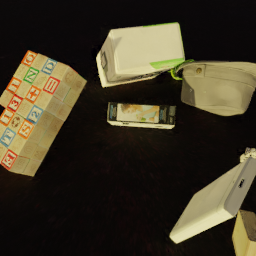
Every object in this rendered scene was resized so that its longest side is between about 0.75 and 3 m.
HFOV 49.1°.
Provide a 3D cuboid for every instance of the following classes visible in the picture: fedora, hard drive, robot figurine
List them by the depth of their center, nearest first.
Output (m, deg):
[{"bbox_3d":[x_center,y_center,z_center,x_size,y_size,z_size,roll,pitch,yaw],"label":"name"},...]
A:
[{"bbox_3d":[1.634,1.468,5.508,0.270,2.022,1.334,40,53,8],"label":"hard drive"},{"bbox_3d":[2.733,-1.113,8.539,2.848,1.286,2.519,12,0,37],"label":"fedora"},{"bbox_3d":[2.129,-2.185,10.514,1.149,0.665,1.008,-4,-4,35],"label":"robot figurine"}]

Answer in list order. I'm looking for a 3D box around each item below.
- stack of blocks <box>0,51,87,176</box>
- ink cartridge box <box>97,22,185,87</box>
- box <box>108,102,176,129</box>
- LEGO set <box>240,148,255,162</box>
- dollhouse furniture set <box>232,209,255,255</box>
[{"bbox_3d":[-2.554,-0.425,7.361,1.653,0.841,2.870,25,84,30],"label":"stack of blocks"},{"bbox_3d":[0.250,-2.314,9.315,2.115,1.221,2.907,-12,2,-13],"label":"ink cartridge box"},{"bbox_3d":[0.398,-0.352,8.247,1.881,1.097,0.565,4,86,3],"label":"box"},{"bbox_3d":[4.056,0.519,7.319,1.977,0.811,0.754,7,47,16],"label":"LEGO set"},{"bbox_3d":[2.773,2.133,4.871,1.603,1.405,1.065,9,15,11],"label":"dollhouse furniture set"}]
